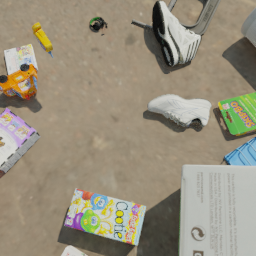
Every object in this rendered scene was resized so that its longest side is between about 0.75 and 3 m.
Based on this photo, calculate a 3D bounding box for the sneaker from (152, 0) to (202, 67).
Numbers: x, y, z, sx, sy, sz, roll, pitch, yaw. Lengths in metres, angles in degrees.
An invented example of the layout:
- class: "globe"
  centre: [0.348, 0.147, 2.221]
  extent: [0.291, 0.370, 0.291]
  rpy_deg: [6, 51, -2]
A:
- class: "sneaker"
  centre: [1.713, -3.335, 9.743]
  extent: [1.346, 0.883, 2.339]
  rpy_deg: [-14, 85, -17]

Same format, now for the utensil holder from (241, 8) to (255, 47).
- class: "utensil holder"
  centre: [5.228, -2.962, 9.018]
  extent: [2.011, 2.011, 2.366]
  rpy_deg: [-29, 74, -11]

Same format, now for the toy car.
- class: "toy car"
  centre: [-3.051, -1.655, 8.230]
  extent: [1.413, 2.880, 0.958]
  rpy_deg: [-31, 85, -31]

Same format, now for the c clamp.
- class: "c clamp"
  centre: [1.983, -4.540, 10.343]
  extent: [2.536, 0.402, 2.968]
  rpy_deg: [31, 79, 9]

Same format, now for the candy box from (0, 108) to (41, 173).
- class: "candy box"
  centre: [-3.653, 0.365, 8.418]
  extent: [1.255, 0.535, 1.496]
  rpy_deg: [36, 72, 13]

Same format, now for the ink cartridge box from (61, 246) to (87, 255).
- class: "ink cartridge box"
  centre: [-1.205, 3.751, 7.037]
  extent: [1.352, 0.567, 0.979]
  rpy_deg: [27, 71, 10]

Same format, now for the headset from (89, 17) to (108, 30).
- class: "headset"
  centre: [-1.053, -3.825, 10.185]
  extent: [0.829, 0.389, 0.512]
  rpy_deg: [36, 73, 25]

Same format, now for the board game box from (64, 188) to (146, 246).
- class: "board game box"
  centre: [-0.552, 2.352, 7.375]
  extent: [1.873, 0.982, 0.965]
  rpy_deg: [12, 69, 6]

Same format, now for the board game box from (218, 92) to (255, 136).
- class: "board game box"
  centre: [4.189, -0.563, 8.900]
  extent: [2.512, 0.377, 1.200]
  rpy_deg: [-13, 68, -8]

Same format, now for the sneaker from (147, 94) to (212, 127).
- class: "sneaker"
  centre: [1.591, -0.516, 8.695]
  extent: [2.008, 0.748, 0.874]
  rpy_deg: [6, 73, 3]

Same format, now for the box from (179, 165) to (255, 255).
- class: "box"
  centre: [2.565, 2.457, 6.371]
  extent: [2.797, 2.396, 2.783]
  rpy_deg: [0, 68, 13]

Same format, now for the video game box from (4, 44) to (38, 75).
- class: "video game box"
  centre: [-3.687, -2.321, 9.658]
  extent: [0.961, 0.247, 1.054]
  rpy_deg: [-17, 69, -4]

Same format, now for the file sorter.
- class: "file sorter"
  centre: [3.861, 0.762, 8.022]
  extent: [1.610, 0.988, 1.117]
  rpy_deg: [-29, 70, -11]
